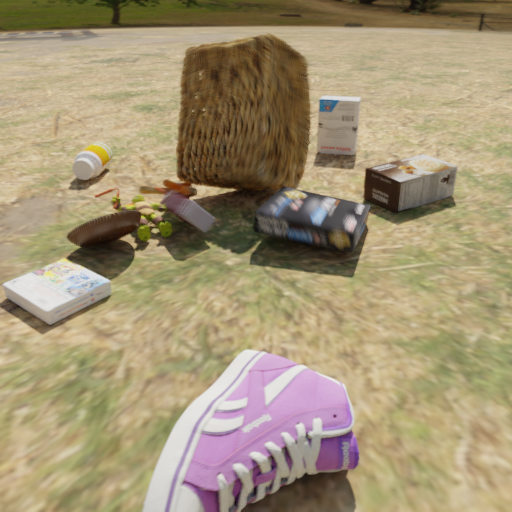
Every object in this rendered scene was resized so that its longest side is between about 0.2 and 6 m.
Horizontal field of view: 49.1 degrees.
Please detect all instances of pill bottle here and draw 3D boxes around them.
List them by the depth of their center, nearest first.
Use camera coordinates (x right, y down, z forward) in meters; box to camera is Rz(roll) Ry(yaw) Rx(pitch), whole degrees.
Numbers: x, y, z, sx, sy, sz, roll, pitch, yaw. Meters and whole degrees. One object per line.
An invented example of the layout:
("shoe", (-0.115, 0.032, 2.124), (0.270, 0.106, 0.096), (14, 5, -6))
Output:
("pill bottle", (-3.798, -2.162, 12.915), (0.632, 0.632, 1.139), (3, 28, 5))

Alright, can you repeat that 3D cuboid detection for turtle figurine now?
("turtle figurine", (-2.107, -0.763, 10.245), (1.544, 0.497, 1.245), (0, 38, -32))

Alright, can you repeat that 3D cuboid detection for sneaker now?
("sneaker", (0.118, 1.784, 5.034), (1.494, 0.950, 2.621), (14, 30, 19))

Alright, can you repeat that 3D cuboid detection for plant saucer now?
("plant saucer", (-2.506, -0.418, 9.396), (1.287, 0.222, 1.287), (-21, -5, -2))

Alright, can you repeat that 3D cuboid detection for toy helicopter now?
("toy helicopter", (-1.703, -1.263, 10.920), (1.119, 0.441, 0.740), (1, -6, -18))

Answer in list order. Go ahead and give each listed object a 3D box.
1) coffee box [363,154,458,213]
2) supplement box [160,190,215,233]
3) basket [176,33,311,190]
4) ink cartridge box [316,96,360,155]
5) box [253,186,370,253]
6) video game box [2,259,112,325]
("coffee box", (3.193, -1.530, 11.633), (1.728, 0.689, 0.988), (-17, 32, -29))
("supplement box", (-1.252, -0.811, 10.072), (0.330, 0.589, 1.083), (-55, 34, -5))
("basket", (-0.201, -2.862, 11.777), (2.171, 2.914, 2.079), (3, 1, 32))
("ink cartridge box", (2.118, -3.357, 14.420), (1.007, 1.380, 0.582), (7, 26, 12))
("box", (1.042, -0.688, 9.960), (1.738, 0.435, 1.752), (13, 25, 16))
("video game box", (-2.909, 0.488, 8.211), (1.168, 0.273, 1.064), (21, 36, 34))
